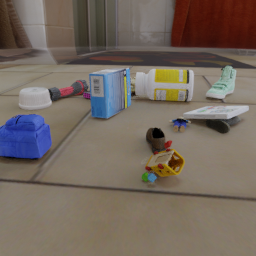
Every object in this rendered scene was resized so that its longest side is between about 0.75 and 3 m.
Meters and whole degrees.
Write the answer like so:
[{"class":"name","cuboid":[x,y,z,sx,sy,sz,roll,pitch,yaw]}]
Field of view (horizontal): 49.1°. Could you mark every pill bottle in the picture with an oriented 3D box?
[{"class":"pill bottle","cuboid":[1.862,-2.246,14.550,2.890,1.608,1.608,3,21,6]}]

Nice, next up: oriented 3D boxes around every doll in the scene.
[{"class":"doll","cuboid":[2.014,-0.191,10.969,0.850,0.302,1.246,4,21,15]}]

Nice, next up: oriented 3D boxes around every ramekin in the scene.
[{"class":"ramekin","cuboid":[-4.556,-1.485,13.684,1.538,0.807,1.538,0,21,0]}]

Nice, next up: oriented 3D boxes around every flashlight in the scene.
[{"class":"flashlight","cuboid":[-3.272,-2.064,15.205,0.844,0.841,2.484,14,24,34]}]

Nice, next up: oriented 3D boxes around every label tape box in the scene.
[{"class":"label tape box","cuboid":[-0.720,-1.670,12.617,0.860,1.865,2.603,5,19,21]}]

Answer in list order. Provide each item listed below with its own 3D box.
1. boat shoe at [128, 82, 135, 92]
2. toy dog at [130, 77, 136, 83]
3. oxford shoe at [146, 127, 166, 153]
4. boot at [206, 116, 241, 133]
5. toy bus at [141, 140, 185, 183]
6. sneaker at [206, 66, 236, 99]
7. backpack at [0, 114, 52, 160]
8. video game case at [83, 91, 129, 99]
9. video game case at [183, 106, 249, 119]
[{"class":"boat shoe","cuboid":[0.298,-2.355,15.814,0.749,0.646,2.052,16,12,38]},{"class":"toy dog","cuboid":[0.404,-2.833,17.667,0.977,0.682,0.947,-20,-7,-38]},{"class":"oxford shoe","cuboid":[0.961,0.246,9.289,0.594,0.690,1.634,-5,20,-8]},{"class":"boot","cuboid":[3.870,-0.182,10.855,1.333,0.484,1.212,-3,22,-28]},{"class":"toy bus","cuboid":[0.945,0.986,7.395,0.611,1.115,1.182,42,17,-14]},{"class":"sneaker","cuboid":[5.123,-2.572,15.424,1.006,1.612,2.733,17,28,35]},{"class":"backpack","cuboid":[-3.258,0.236,8.541,1.512,1.269,1.229,-2,13,6]},{"class":"video game case","cuboid":[-1.148,-1.794,15.113,1.904,0.341,1.726,15,23,35]},{"class":"video game case","cuboid":[3.663,-0.667,11.634,1.913,0.249,2.102,3,13,43]}]
